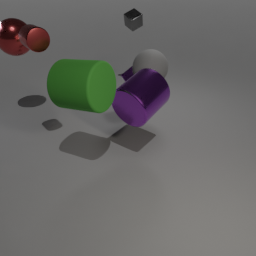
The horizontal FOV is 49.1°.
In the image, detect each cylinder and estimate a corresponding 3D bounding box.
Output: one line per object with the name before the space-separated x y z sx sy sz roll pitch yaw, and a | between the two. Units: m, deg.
cylinder | -2.735 -2.623 8.178 0.700 0.700 0.700 -19 34 -31
cylinder | 0.407 -0.981 8.995 1.400 1.400 1.400 21 50 33
cylinder | -1.261 -1.184 7.795 1.400 1.400 1.400 9 30 28

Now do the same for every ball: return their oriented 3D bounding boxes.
ball | -4.393 -3.508 10.839 1.400 1.400 1.400 0 29 0
ball | 0.871 -2.359 10.960 1.400 1.400 1.400 0 29 0

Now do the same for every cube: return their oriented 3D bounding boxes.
cube | 0.242 -2.142 12.190 0.700 0.700 0.700 -38 40 7
cube | 0.277 -5.525 14.311 0.700 0.700 0.700 -35 62 -15
